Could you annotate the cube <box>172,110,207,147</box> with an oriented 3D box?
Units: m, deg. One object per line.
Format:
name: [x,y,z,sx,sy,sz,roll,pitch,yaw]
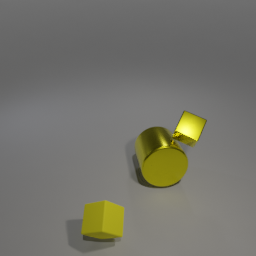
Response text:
cube: [1.757,0.038,8.075,0.700,0.700,0.700,25,73,10]

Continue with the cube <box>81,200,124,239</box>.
cube: [-0.583,2.176,6.604,0.700,0.700,0.700,-20,52,34]

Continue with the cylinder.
cylinder: [0.993,0.855,8.723,1.400,1.400,1.400,-4,25,-7]
